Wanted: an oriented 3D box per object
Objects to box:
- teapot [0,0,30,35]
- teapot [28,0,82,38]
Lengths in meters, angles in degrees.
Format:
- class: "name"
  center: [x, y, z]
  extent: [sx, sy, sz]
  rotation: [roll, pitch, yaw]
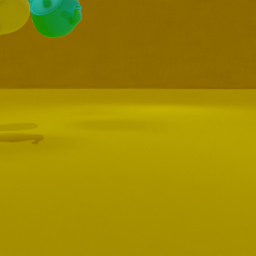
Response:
- class: "teapot"
  center: [-2.631, -2.495, 5.577]
  extent: [1.226, 1.971, 0.965]
  rotation: [-1, -23, -10]
- class: "teapot"
  center: [-1.822, -2.948, 6.970]
  extent: [2.075, 1.290, 1.016]
  rotation: [23, -13, 25]
